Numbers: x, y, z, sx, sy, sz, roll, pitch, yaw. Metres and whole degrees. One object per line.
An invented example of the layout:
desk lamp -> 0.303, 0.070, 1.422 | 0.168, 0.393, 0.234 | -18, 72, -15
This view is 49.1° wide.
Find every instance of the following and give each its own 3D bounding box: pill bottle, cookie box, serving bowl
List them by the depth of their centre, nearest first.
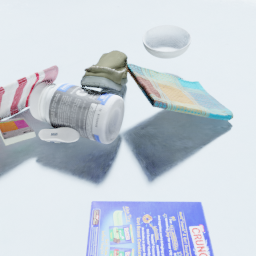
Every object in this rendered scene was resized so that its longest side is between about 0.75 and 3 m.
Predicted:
cookie box -> 0.297, 1.854, 4.017 | 1.745, 0.656, 1.493 | 1, 43, -1
pill bottle -> -1.203, -0.419, 6.620 | 2.021, 1.150, 1.150 | 16, 41, 17
serving bowl -> 1.234, -2.697, 9.032 | 1.543, 0.507, 1.543 | -2, 49, 2

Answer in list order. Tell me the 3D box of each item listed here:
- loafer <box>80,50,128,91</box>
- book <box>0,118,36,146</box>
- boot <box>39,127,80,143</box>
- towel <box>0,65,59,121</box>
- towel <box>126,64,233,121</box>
loafer -> -0.554, -1.589, 7.456 | 1.052, 0.975, 2.799 | 7, 15, 4
book -> -2.666, 0.042, 6.625 | 0.675, 0.243, 1.010 | -18, 30, -27
boot -> -1.493, 0.179, 6.309 | 0.930, 0.420, 0.338 | 4, 77, 10
towel -> -2.745, -0.662, 6.698 | 2.214, 1.594, 0.252 | -35, 86, -37
towel -> 1.319, -0.910, 7.113 | 2.524, 0.274, 1.851 | 8, 34, -31
